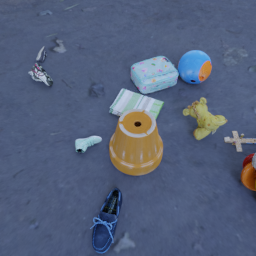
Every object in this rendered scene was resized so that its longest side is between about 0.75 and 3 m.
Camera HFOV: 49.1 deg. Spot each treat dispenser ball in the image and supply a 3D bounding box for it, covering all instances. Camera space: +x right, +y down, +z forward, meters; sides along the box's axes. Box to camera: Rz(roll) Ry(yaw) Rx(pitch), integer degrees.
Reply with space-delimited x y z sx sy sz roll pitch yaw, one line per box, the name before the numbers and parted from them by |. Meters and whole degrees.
treat dispenser ball | 3.067 -2.798 12.905 1.513 1.513 1.513 0 52 0

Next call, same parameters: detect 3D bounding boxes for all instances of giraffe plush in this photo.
giraffe plush | 2.808 -0.426 10.600 1.383 1.602 1.299 -38 87 7

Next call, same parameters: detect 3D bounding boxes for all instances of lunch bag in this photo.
lunch bag | 1.273 -2.486 13.081 2.064 0.796 1.656 -20 55 -15

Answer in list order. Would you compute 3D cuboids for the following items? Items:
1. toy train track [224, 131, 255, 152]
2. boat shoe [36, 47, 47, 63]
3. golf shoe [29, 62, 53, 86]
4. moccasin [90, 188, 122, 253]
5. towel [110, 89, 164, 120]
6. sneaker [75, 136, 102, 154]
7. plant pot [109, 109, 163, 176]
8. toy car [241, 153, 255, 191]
toy train track | 4.730 0.453 11.111 1.746 0.284 1.001 1 52 0
boat shoe | -4.415 -3.782 14.468 0.358 0.415 1.142 33 38 -29
golf shoe | -4.102 -2.397 13.260 0.692 0.606 1.571 -41 60 -2
moccasin | -0.718 2.850 8.959 0.829 0.703 2.061 8 52 6
towel | 0.381 -0.958 12.175 2.037 0.313 1.520 19 56 14
sneaker | -1.523 0.679 10.856 1.052 0.387 0.620 -11 46 4
plant pot | 0.301 0.381 10.147 2.043 1.870 2.043 0 52 0
toy car | 4.973 1.390 9.574 2.439 2.134 1.829 -23 19 -16
